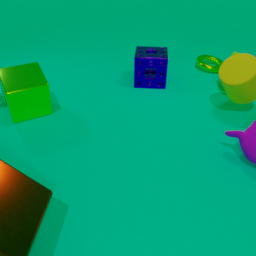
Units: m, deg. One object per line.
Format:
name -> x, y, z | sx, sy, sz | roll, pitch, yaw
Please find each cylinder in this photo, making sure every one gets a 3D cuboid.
cylinder -> 2.960, -1.266, 7.291 | 0.959, 0.959, 0.959 | -16, 56, 26

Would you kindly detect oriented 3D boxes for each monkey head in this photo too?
monkey head -> 2.787, 0.264, 5.665 | 0.944, 1.127, 1.567 | -48, 59, -2

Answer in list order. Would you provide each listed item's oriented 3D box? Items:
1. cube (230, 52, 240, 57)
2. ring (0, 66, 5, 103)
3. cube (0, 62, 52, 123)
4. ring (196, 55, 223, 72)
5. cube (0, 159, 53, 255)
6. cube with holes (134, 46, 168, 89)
cube -> 3.379, -1.725, 8.481 | 0.795, 0.795, 0.795 | 31, 21, -7
ring -> -3.667, -1.275, 7.844 | 0.236, 1.180, 1.180 | -8, 36, -8
cube -> -2.687, -0.945, 7.366 | 1.045, 1.045, 1.045 | -17, 52, -22
ring -> 2.982, -2.332, 10.081 | 1.089, 0.218, 1.089 | 8, 39, -6
cube -> -1.992, 1.287, 3.860 | 1.186, 1.186, 1.186 | 39, 30, -20
cube with holes -> 0.732, -1.951, 8.993 | 1.011, 1.011, 1.011 | 3, 35, 4
